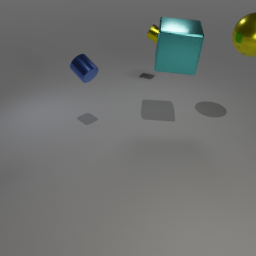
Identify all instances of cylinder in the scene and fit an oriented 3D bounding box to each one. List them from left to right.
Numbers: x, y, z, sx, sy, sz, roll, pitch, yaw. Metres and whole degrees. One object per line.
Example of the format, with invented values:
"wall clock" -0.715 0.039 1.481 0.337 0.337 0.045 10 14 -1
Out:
"cylinder" -1.468 -1.997 9.405 0.700 0.700 0.700 47 48 11
"cylinder" 1.364 -4.563 13.663 0.700 0.700 0.700 31 37 2

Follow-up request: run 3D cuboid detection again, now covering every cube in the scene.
"cube" 1.683 -2.791 9.509 1.400 1.400 1.400 7 40 3

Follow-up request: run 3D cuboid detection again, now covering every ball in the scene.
"ball" 4.148 -3.050 9.193 1.400 1.400 1.400 0 32 0
